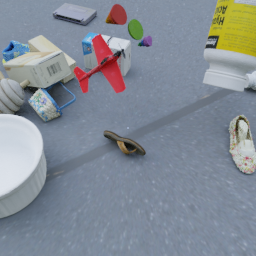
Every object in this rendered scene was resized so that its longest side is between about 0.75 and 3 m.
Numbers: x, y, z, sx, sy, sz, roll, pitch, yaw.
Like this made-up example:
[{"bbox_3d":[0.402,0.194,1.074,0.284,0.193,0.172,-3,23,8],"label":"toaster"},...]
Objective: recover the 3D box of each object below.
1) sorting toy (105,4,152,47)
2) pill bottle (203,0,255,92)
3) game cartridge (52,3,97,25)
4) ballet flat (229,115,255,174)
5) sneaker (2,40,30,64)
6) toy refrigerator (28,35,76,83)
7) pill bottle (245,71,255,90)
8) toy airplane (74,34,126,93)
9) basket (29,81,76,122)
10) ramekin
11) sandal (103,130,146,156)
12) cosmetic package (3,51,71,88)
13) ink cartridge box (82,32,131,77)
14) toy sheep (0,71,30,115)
[{"bbox_3d":[-0.021,-2.613,7.483,0.542,1.572,0.545,-6,65,45],"label":"sorting toy"},{"bbox_3d":[3.165,-2.604,8.133,1.635,2.938,1.635,12,12,-2],"label":"pill bottle"},{"bbox_3d":[-2.890,-6.259,15.359,2.081,0.399,1.349,20,48,16],"label":"game cartridge"},{"bbox_3d":[3.807,0.439,9.333,0.834,0.705,2.205,2,50,1],"label":"ballet flat"},{"bbox_3d":[-4.480,-3.366,12.309,2.210,1.161,0.837,-36,58,-26],"label":"sneaker"},{"bbox_3d":[-3.151,-2.920,11.768,2.195,0.833,0.768,39,58,19],"label":"toy refrigerator"},{"bbox_3d":[5.443,-1.935,11.326,1.388,0.777,0.777,-3,49,-3],"label":"pill bottle"},{"bbox_3d":[-0.638,-1.290,5.989,1.430,1.430,0.263,33,18,25],"label":"toy airplane"},{"bbox_3d":[-2.798,-1.017,10.388,1.437,1.000,1.267,-39,59,-18],"label":"basket"},{"bbox_3d":[-3.868,1.142,8.216,3.004,1.465,3.004,0,49,0],"label":"ramekin"},{"bbox_3d":[-0.172,0.571,9.280,1.668,0.682,0.455,25,70,18],"label":"sandal"},{"bbox_3d":[-3.562,-2.303,10.866,2.594,0.922,1.364,11,40,41],"label":"cosmetic package"},{"bbox_3d":[-0.892,-3.125,11.962,1.903,1.376,0.801,15,51,13],"label":"ink cartridge box"},{"bbox_3d":[-4.579,-1.113,10.124,2.289,1.578,1.578,-36,55,1],"label":"toy sheep"}]
